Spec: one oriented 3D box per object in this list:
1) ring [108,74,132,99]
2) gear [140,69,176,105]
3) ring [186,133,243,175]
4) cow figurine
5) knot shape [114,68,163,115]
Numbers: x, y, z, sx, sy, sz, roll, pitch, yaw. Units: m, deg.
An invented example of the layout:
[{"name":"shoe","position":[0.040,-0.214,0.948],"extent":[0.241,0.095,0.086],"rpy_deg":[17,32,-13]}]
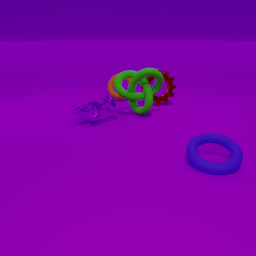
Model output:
[{"name":"ring","position":[-0.299,-1.716,11.506],"extent":[1.097,1.097,0.219],"rpy_deg":[5,-9,13]},{"name":"gear","position":[1.154,-1.554,10.657],"extent":[1.331,1.331,0.246],"rpy_deg":[-2,8,-6]},{"name":"ring","position":[1.823,0.518,5.933],"extent":[1.161,0.232,1.161],"rpy_deg":[-1,39,1]},{"name":"cow figurine","position":[-0.962,-0.607,8.685],"extent":[1.194,0.655,1.175],"rpy_deg":[-11,16,32]},{"name":"knot shape","position":[0.384,-1.178,9.294],"extent":[1.615,1.511,0.746],"rpy_deg":[-4,10,11]}]
